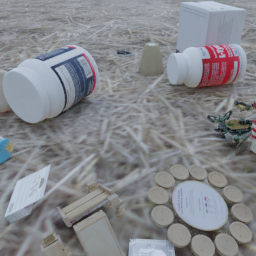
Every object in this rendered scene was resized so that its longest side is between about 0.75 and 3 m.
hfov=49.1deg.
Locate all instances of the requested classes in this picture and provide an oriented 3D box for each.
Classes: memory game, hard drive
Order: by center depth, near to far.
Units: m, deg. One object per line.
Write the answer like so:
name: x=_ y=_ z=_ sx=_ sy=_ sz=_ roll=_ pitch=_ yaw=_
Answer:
hard drive: x=0.409 y=2.488 z=4.799 sx=0.853 sy=0.231 sz=1.220 roll=2 pitch=31 yaw=3
memory game: x=1.491 y=1.625 z=5.829 sx=2.249 sy=0.143 sz=2.249 roll=7 pitch=41 yaw=-6

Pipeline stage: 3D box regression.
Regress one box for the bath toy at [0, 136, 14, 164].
bath toy: x=-4.072 y=0.404 z=7.742 sx=1.822 sy=0.673 sz=0.792 roll=12 pitch=33 yaw=20

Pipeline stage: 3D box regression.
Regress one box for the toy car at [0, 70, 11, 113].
toy car: x=-4.652 y=-1.264 z=10.190 sx=1.533 sy=1.471 sz=1.663 roll=0 pitch=0 yaw=-25

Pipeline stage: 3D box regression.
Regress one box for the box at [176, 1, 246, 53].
box: x=3.786 y=-4.393 z=13.409 sx=1.839 sy=2.814 sz=2.799 roll=-9 pitch=33 yaw=-14

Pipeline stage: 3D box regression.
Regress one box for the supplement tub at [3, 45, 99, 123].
supplement tub: x=-2.533 y=-1.564 z=9.633 sx=1.999 sy=1.999 sz=2.848 roll=17 pitch=36 yaw=26

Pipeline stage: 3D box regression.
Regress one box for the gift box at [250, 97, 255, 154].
gift box: x=4.577 y=-0.118 z=6.970 sx=2.310 sy=2.474 sz=2.283 roll=-15 pitch=30 yaw=-21

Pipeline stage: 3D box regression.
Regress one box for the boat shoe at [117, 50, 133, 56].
boat shoe: x=-0.169 y=-4.166 z=15.445 sx=0.889 sy=0.303 sz=0.328 roll=2 pitch=32 yaw=3

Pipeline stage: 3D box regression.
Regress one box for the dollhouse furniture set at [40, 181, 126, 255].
dollhouse furniture set: x=-0.914 y=2.004 z=5.574 sx=1.653 sy=0.946 sz=1.938 roll=-26 pitch=11 yaw=-22

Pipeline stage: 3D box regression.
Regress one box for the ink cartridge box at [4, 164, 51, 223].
ink cartridge box: x=-2.100 y=1.399 z=6.115 sx=0.968 sy=0.243 sz=1.115 roll=-26 pitch=30 yaw=9

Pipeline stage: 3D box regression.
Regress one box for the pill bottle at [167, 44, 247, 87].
pill bottle: x=3.189 y=-2.552 z=11.598 sx=2.918 sy=1.638 sz=1.638 roll=-8 pitch=33 yaw=-12

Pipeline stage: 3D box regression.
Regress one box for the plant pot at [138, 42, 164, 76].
plant pot: x=1.080 y=-3.252 z=13.029 sx=1.222 sy=1.304 sz=1.222 roll=-1 pitch=32 yaw=0

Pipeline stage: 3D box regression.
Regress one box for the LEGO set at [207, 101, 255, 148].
LEGO set: x=3.390 y=-0.068 z=8.535 sx=2.478 sy=0.702 sz=1.609 roll=-22 pitch=33 yaw=-32
